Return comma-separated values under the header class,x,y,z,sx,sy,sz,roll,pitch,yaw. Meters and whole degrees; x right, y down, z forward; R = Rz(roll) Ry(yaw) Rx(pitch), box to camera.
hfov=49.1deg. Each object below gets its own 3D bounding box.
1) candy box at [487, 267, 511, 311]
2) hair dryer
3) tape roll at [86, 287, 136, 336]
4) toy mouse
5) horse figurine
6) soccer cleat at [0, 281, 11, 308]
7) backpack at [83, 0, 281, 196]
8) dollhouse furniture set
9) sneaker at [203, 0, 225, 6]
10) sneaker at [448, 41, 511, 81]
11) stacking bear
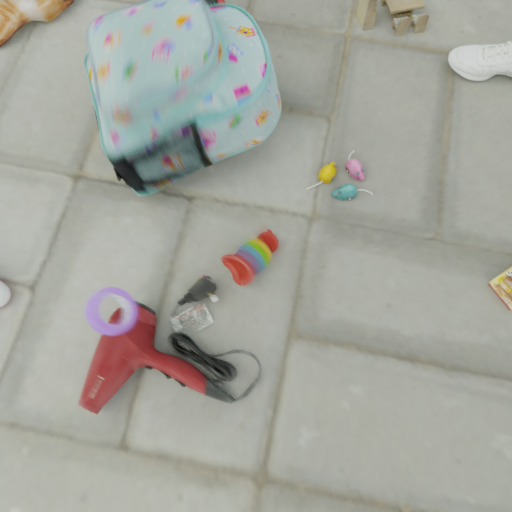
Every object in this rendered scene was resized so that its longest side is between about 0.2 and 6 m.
class,x,y,z,sx,sy,sz,roll,pitch,yaw
candy box,4.993,0.464,10.467,1.108,0.306,0.640,-30,71,-13
hair dryer,-1.652,1.759,9.606,3.069,0.834,2.338,-24,68,-8
tape roll,-2.211,0.845,8.547,0.711,0.233,0.711,12,67,-31
toy mouse,1.867,-1.565,11.321,1.170,0.255,1.316,34,72,14
horse figurine,-5.289,-5.928,13.022,2.580,0.644,1.710,-21,79,-14
soccer cleat,-5.453,0.426,10.204,1.919,0.829,0.670,21,68,8
backpack,-1.346,-3.254,10.615,3.516,2.695,3.091,-16,60,-3
dollhouse furniture set,3.138,-5.859,12.850,1.458,0.968,1.277,-12,67,-5
sneaker,-1.933,-6.187,12.450,2.689,1.314,0.951,39,114,-3
sneaker,5.391,-4.377,12.116,2.316,1.154,0.867,6,68,4
stacking bear,-0.002,-0.047,10.462,1.101,0.626,0.669,-44,111,-35
